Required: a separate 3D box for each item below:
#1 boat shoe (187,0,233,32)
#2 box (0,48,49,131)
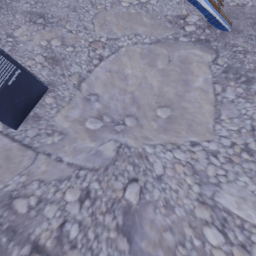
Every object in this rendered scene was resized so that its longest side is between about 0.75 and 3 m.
[{"bbox_3d":[1.706,-2.521,5.668,1.322,0.477,0.478,39,94,-13],"label":"boat shoe"},{"bbox_3d":[-2.827,-1.064,5.313,1.838,1.869,1.097,26,79,48],"label":"box"}]
